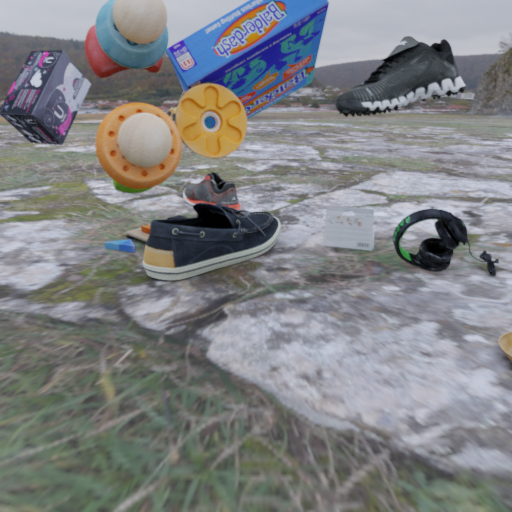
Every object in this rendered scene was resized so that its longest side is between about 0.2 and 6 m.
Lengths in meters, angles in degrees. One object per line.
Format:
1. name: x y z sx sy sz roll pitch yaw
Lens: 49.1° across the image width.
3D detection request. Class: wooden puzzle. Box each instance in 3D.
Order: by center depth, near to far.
1. wooden puzzle: -1.631 -0.526 11.752 1.852 0.321 2.745 11 22 30

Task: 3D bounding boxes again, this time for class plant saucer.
1. plant saucer: 3.463 1.200 6.741 1.039 0.184 1.039 1 19 0

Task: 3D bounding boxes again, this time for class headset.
1. headset: 3.268 -0.140 9.644 1.815 1.121 0.853 14 41 -14

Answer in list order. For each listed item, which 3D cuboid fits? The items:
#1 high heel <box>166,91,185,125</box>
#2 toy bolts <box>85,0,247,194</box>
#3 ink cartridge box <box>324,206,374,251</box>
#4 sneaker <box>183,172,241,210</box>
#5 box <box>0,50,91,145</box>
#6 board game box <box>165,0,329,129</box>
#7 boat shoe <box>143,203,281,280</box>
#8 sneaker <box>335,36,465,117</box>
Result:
1. high heel: -1.583 -3.269 11.380 1.931 1.376 0.689 -32 -10 -12
2. toy bolts: -0.944 -1.853 6.062 1.925 2.015 1.397 -19 7 -19
3. ink cartridge box: 1.836 -0.566 11.024 0.970 0.842 0.211 7 20 20
4. sneaker: -1.105 -1.714 14.332 0.880 0.935 2.284 -13 23 -35
5. box: -3.564 -2.696 9.582 0.768 1.340 0.885 9 -21 24
6. board game box: -0.081 -2.665 7.954 2.002 0.592 2.632 -31 -3 0
7. boat shoe: -0.682 -0.474 10.438 1.275 1.064 3.417 12 21 37
8. sneaker: 2.643 -3.410 10.541 2.807 1.270 0.933 -18 14 -18
